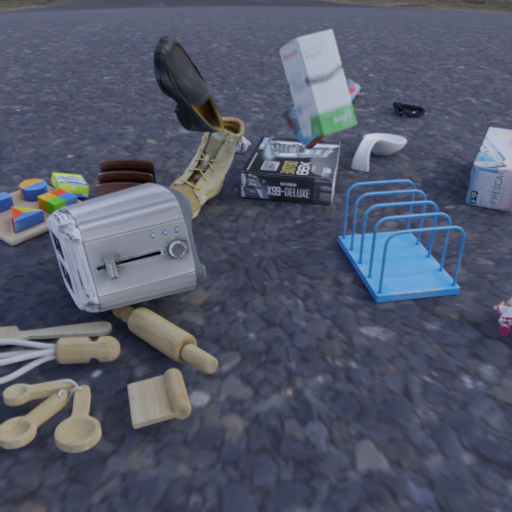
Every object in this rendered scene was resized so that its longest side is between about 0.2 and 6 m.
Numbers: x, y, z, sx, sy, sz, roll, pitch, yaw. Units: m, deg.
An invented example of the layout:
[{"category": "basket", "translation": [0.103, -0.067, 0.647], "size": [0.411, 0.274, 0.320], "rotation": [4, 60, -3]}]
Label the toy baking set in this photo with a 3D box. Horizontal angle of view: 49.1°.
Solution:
[{"category": "toy baking set", "translation": [-2.317, 1.316, 7.398], "size": [2.714, 0.411, 3.537], "rotation": [-17, 29, -38]}]

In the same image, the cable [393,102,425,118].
[{"category": "cable", "translation": [4.996, -4.839, 18.389], "size": [0.980, 0.305, 1.201], "rotation": [-1, 30, -1]}]

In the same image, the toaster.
[{"category": "toaster", "translation": [-2.143, -0.198, 8.856], "size": [1.874, 1.648, 2.901], "rotation": [-16, 18, -22]}]

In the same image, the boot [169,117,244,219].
[{"category": "boot", "translation": [-1.106, -1.843, 11.609], "size": [0.871, 1.859, 2.392], "rotation": [34, 36, 7]}]

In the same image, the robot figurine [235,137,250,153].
[{"category": "robot figurine", "translation": [-0.488, -3.068, 15.213], "size": [0.643, 0.428, 0.758], "rotation": [0, 30, -19]}]

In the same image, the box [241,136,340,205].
[{"category": "box", "translation": [0.885, -2.081, 13.271], "size": [2.051, 0.647, 2.601], "rotation": [6, 30, 9]}]

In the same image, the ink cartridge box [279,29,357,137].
[{"category": "ink cartridge box", "translation": [0.923, -2.583, 8.513], "size": [0.595, 1.417, 1.034], "rotation": [-20, 15, -8]}]

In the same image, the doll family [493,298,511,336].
[{"category": "doll family", "translation": [4.261, 0.997, 8.200], "size": [1.427, 0.643, 0.886], "rotation": [-2, 32, 34]}]

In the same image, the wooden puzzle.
[{"category": "wooden puzzle", "translation": [-4.767, -1.042, 11.652], "size": [2.149, 0.498, 1.991], "rotation": [20, 35, 31]}]

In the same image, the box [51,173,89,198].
[{"category": "box", "translation": [-4.205, -1.606, 12.658], "size": [0.662, 0.259, 1.086], "rotation": [1, 21, -30]}]

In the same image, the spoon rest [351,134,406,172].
[{"category": "spoon rest", "translation": [3.172, -2.880, 14.644], "size": [1.131, 0.690, 2.277], "rotation": [17, 35, 26]}]

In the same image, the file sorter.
[{"category": "file sorter", "translation": [2.462, -0.346, 9.694], "size": [1.440, 1.273, 2.075], "rotation": [-5, 30, -9]}]

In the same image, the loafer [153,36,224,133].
[{"category": "loafer", "translation": [-1.124, -2.960, 9.851], "size": [0.781, 2.160, 0.786], "rotation": [21, 75, 22]}]

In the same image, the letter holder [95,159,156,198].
[{"category": "letter holder", "translation": [-2.853, -1.612, 12.262], "size": [1.228, 0.873, 0.617], "rotation": [0, 30, 0]}]

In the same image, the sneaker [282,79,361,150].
[{"category": "sneaker", "translation": [1.254, -3.023, 10.797], "size": [1.061, 0.881, 2.221], "rotation": [43, 47, -6]}]

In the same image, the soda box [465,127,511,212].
[{"category": "soda box", "translation": [5.661, -2.091, 13.008], "size": [1.028, 0.956, 3.007], "rotation": [14, 32, 22]}]
